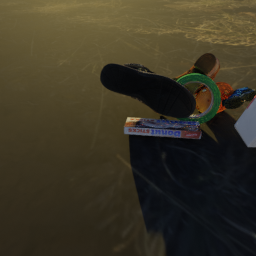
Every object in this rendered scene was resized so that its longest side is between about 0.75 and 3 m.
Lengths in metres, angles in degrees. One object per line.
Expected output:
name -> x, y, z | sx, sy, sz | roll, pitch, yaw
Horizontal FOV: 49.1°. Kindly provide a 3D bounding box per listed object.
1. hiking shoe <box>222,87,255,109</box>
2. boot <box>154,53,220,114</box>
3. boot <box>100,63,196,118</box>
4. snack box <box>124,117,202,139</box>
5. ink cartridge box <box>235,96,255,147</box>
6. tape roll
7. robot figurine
hiking shoe -> 2.800, -0.774, 7.225 | 0.978, 0.364, 0.424 | -19, 35, -13
boot -> 1.769, -1.227, 8.354 | 0.871, 2.272, 1.764 | 45, 13, 14
boot -> 0.598, -1.134, 7.666 | 2.498, 0.914, 1.881 | 19, 17, 2
snack box -> 0.864, -0.007, 7.070 | 1.865, 0.227, 0.670 | 4, 22, 6
ink cartridge box -> 3.432, -0.201, 6.116 | 1.663, 1.204, 0.701 | 2, 45, -19
tape roll -> 1.719, -0.749, 7.287 | 1.309, 1.309, 0.315 | 7, 17, 12
robot figurine -> 2.462, -0.839, 7.911 | 1.399, 0.816, 1.007 | -24, 36, -37
